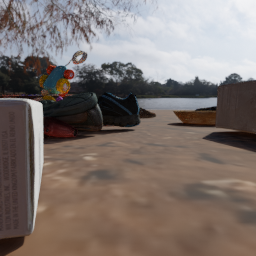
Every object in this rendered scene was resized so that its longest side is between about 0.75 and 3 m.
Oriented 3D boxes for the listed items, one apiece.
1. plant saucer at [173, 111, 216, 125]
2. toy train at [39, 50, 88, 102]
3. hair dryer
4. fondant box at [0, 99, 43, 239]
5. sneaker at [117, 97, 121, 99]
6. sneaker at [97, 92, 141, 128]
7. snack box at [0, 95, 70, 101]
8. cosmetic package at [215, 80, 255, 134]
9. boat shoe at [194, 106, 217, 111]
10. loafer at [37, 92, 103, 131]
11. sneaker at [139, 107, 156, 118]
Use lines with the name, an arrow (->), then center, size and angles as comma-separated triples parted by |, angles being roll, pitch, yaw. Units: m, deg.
plant saucer -> 2.631, -0.358, 9.178 | 2.292, 0.406, 2.292 | 0, 5, 0
toy train -> -1.664, -0.933, 8.287 | 2.115, 2.816, 0.783 | -20, -37, 11
hair dryer -> -1.530, 0.083, 4.959 | 1.262, 0.343, 0.961 | -3, 27, -15
fondant box -> -1.620, 0.133, 1.620 | 2.146, 0.625, 1.548 | 0, 4, -15
sneaker -> -0.215, -0.491, 9.282 | 1.287, 0.836, 2.229 | 7, 17, 25
sneaker -> -0.711, -0.422, 6.758 | 2.008, 0.822, 0.735 | -1, -5, -12
snack box -> -3.040, -0.664, 9.649 | 2.611, 0.938, 0.317 | 0, 7, 1
cosmetic package -> 2.839, -0.375, 5.266 | 1.325, 1.119, 2.481 | 2, 1, -13
boat shoe -> 3.667, -0.647, 11.648 | 1.875, 0.655, 0.621 | 1, 12, 20
loafer -> -1.593, -0.157, 5.868 | 2.389, 0.752, 0.859 | -6, 30, 31
sneaker -> 0.746, -0.727, 13.251 | 1.343, 0.507, 0.473 | -3, 5, -25
